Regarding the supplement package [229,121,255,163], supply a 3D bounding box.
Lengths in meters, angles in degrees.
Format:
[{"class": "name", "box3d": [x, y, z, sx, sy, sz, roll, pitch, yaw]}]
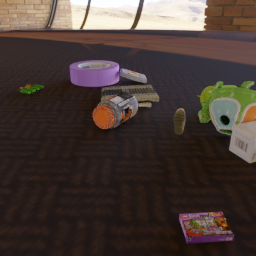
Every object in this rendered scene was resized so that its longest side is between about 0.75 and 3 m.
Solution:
[{"class": "supplement package", "box3d": [4.281, 0.361, 9.062, 1.623, 0.952, 0.948, -11, 27, -22]}]

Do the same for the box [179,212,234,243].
[{"class": "box", "box3d": [1.682, 2.149, 6.091, 0.994, 0.194, 0.680, -2, 25, -4]}]

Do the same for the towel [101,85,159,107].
[{"class": "towel", "box3d": [0.055, -1.610, 14.089, 2.810, 0.485, 2.706, -4, 22, -3]}]

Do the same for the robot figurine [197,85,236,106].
[{"class": "robot figurine", "box3d": [4.131, -1.300, 12.411, 1.991, 1.152, 1.747, -2, 27, -6]}]

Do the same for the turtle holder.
[{"class": "turtle holder", "box3d": [3.659, -0.672, 10.188, 2.378, 1.689, 1.807, 11, -8, 26]}]

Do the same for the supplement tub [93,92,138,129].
[{"class": "supplement tub", "box3d": [-0.497, -0.694, 11.119, 1.135, 1.135, 1.852, 14, 29, 28]}]

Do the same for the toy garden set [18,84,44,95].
[{"class": "toy garden set", "box3d": [-5.374, -2.082, 15.221, 1.037, 0.248, 1.244, 13, 28, 22]}]

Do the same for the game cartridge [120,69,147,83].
[{"class": "game cartridge", "box3d": [0.324, -3.149, 16.925, 1.657, 0.339, 1.103, 14, 27, -10]}]

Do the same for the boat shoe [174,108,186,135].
[{"class": "boat shoe", "box3d": [1.835, -0.285, 9.881, 0.399, 1.068, 0.365, 14, 43, 16]}]

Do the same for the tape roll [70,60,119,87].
[{"class": "tape roll", "box3d": [-2.034, -3.390, 17.154, 2.962, 0.972, 2.962, -1, 24, 0]}]
